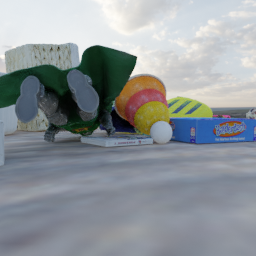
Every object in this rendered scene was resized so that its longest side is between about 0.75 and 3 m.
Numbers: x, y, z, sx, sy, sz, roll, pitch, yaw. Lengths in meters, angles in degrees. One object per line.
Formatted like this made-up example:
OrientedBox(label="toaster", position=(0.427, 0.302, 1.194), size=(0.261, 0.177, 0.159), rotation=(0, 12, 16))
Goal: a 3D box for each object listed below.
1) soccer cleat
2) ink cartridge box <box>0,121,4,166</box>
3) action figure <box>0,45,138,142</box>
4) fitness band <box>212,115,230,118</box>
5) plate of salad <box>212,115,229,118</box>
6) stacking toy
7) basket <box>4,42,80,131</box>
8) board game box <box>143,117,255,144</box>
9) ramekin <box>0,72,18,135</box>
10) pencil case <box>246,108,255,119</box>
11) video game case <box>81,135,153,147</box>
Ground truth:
OrientedBox(label="soccer cleat", position=(0.617, -0.176, 6.346), size=(2.876, 0.930, 1.203), rotation=(4, 32, -11))
OrientedBox(label="ink cartridge box", position=(-1.524, 0.105, 2.438), size=(0.634, 0.371, 1.093), rotation=(-2, 3, -36))
OrientedBox(label="action figure", position=(-0.755, -0.212, 4.125), size=(1.725, 0.799, 2.921), rotation=(-8, -6, -2))
OrientedBox(label="fitness band", position=(3.573, -0.461, 13.928), size=(2.869, 0.537, 2.061), rotation=(3, 3, 28))
OrientedBox(label="plate of salad", position=(3.627, -0.319, 11.556), size=(1.843, 0.443, 1.843), rotation=(1, 2, 0))
OrientedBox(label="stacking toy", position=(0.338, -0.179, 4.303), size=(0.923, 0.923, 1.263), rotation=(-1, 38, -18))
OrientedBox(label="basket", position=(-2.284, -1.059, 7.657), size=(1.609, 2.374, 1.464), rotation=(2, 10, 42))
OrientedBox(label="board game box", position=(1.166, 0.002, 4.821), size=(1.245, 0.368, 1.637), rotation=(-1, 3, -25))
OrientedBox(label="ramekin", position=(-3.488, -0.466, 5.715), size=(2.519, 1.228, 2.519), rotation=(0, 2, 0))
OrientedBox(label="pencil case", position=(5.620, -0.471, 11.298), size=(0.877, 0.763, 1.960), rotation=(13, 1, -7))
OrientedBox(label="video game case", position=(-0.176, 0.180, 4.001), size=(0.741, 0.093, 0.813), rotation=(-2, 2, -32))
